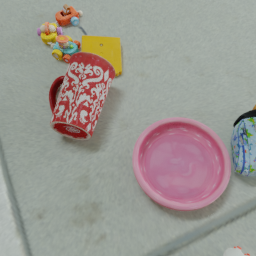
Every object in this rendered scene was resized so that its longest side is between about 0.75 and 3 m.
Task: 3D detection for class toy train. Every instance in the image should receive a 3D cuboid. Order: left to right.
[{"bbox_3d":[-2.288,-3.666,10.430,2.003,0.742,2.666,-26,65,-13],"label":"toy train"}]

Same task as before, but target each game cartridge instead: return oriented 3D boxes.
[{"bbox_3d":[-0.958,-2.585,10.024,1.435,0.264,1.628,1,67,-8],"label":"game cartridge"}]

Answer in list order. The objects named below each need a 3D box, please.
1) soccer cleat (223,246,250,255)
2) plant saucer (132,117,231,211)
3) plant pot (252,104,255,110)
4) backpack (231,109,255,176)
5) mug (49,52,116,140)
[{"bbox_3d":[3.130,3.654,6.667,1.917,0.664,0.744,32,71,23],"label":"soccer cleat"},{"bbox_3d":[1.473,1.011,7.993,2.725,0.691,2.725,0,61,-1],"label":"plant saucer"},{"bbox_3d":[4.424,-0.419,8.622,1.067,1.067,0.977,-37,53,-18],"label":"plant pot"},{"bbox_3d":[3.504,0.519,7.975,1.332,1.414,1.733,-15,69,2],"label":"backpack"},{"bbox_3d":[-1.544,-0.864,8.792,1.548,2.060,2.321,27,64,-28],"label":"mug"}]
